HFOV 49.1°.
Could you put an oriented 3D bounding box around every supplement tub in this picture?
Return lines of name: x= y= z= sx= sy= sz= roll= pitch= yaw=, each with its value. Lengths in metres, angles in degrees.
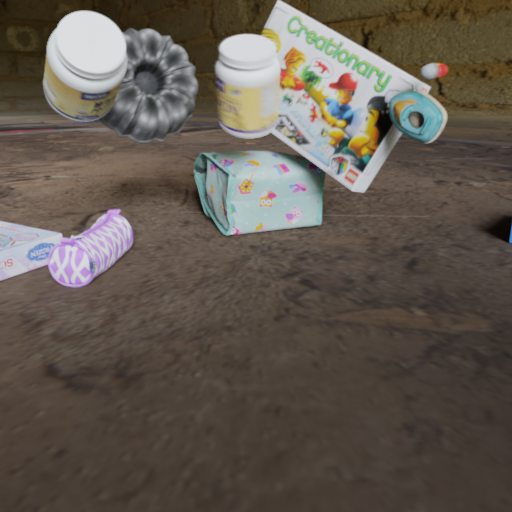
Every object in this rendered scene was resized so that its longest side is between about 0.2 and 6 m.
supplement tub: x=-0.150 y=-3.080 z=10.264 sx=1.141 sy=1.570 sz=1.141 roll=0 pitch=47 yaw=0
supplement tub: x=-2.492 y=-2.714 z=8.149 sx=1.079 sy=1.079 sz=1.494 roll=-9 pitch=-8 yaw=-25

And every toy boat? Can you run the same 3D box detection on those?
toy boat: x=2.695 y=-2.556 z=9.214 sx=0.597 sy=1.284 sz=1.080 roll=-20 pitch=50 yaw=-43

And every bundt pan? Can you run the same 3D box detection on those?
bundt pan: x=-2.020 y=-3.217 z=10.346 sx=2.141 sy=2.141 sz=0.803 roll=-9 pitch=1 yaw=-24

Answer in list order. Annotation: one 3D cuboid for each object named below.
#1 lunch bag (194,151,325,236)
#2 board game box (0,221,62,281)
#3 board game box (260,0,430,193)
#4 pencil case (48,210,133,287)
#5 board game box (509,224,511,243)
lunch bag: x=-0.036 y=-1.625 z=12.892 sx=2.348 sy=1.681 sz=2.756 roll=-8 pitch=25 yaw=-20
board game box: x=-5.283 y=-0.037 z=9.822 sx=2.613 sy=0.538 sz=2.607 roll=11 pitch=21 yaw=31
board game box: x=1.282 y=-3.199 z=11.151 sx=3.630 sy=2.291 sz=0.628 roll=41 pitch=24 yaw=26
pencil case: x=-2.828 y=-0.160 z=9.703 sx=0.851 sy=0.867 sz=2.028 roll=-4 pitch=17 yaw=8
board game box: x=6.672 y=-0.510 z=11.214 sx=2.530 sy=0.569 sz=1.924 roll=13 pitch=22 yaw=35
